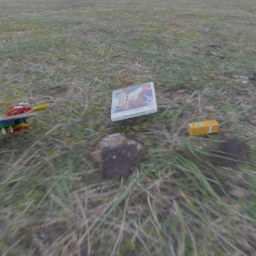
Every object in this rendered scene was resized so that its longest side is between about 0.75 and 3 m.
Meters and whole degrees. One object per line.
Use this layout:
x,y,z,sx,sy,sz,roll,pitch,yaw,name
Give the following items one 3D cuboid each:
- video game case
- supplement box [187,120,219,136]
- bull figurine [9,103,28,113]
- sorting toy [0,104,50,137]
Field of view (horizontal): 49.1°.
0.168,-0.850,8.722,1.377,0.174,1.511,-12,38,9,video game case
2.256,-0.008,8.462,0.884,0.304,0.294,-9,32,-7,supplement box
-3.254,-0.500,8.466,0.595,0.319,0.981,-17,-8,-12,bull figurine
-3.307,-0.040,7.697,2.664,0.450,1.284,-18,0,26,sorting toy
